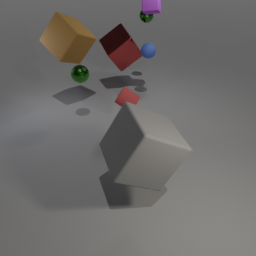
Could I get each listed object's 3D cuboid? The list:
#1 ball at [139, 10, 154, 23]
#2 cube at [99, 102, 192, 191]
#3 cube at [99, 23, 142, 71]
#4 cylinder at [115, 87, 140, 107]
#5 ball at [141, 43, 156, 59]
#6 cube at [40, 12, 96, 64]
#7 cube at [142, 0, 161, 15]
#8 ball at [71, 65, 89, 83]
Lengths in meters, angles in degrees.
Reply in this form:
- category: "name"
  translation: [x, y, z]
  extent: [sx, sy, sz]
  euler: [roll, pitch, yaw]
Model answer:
- category: "ball"
  translation: [0.917, -5.587, 13.901]
  extent: [0.700, 0.700, 0.700]
  euler: [0, 31, 0]
- category: "cube"
  translation: [0.358, 0.456, 6.766]
  extent: [1.400, 1.400, 1.400]
  euler: [17, 27, -32]
- category: "cube"
  translation: [-0.347, -4.025, 14.053]
  extent: [1.400, 1.400, 1.400]
  euler: [-35, 54, 11]
- category: "cylinder"
  translation: [-0.027, -1.066, 10.404]
  extent: [0.700, 0.700, 0.700]
  euler: [33, 32, -7]
- category: "ball"
  translation: [0.938, -3.571, 12.942]
  extent: [0.700, 0.700, 0.700]
  euler: [0, 31, 0]
- category: "cube"
  translation: [-2.470, -3.677, 11.623]
  extent: [1.400, 1.400, 1.400]
  euler: [46, 24, 12]
- category: "cube"
  translation: [0.996, -5.270, 11.897]
  extent: [0.700, 0.700, 0.700]
  euler: [1, 13, 15]
- category: "ball"
  translation: [-1.853, -2.086, 10.823]
  extent: [0.700, 0.700, 0.700]
  euler: [0, 31, 0]
